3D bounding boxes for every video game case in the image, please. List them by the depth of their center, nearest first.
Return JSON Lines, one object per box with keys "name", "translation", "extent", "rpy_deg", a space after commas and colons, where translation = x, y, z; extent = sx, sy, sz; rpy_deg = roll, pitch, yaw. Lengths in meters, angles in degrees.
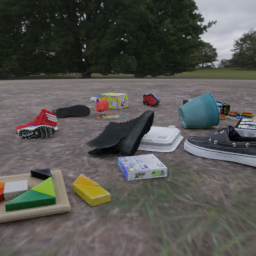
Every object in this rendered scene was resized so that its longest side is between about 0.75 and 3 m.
{"name": "video game case", "translation": [0.296, 0.856, 6.223], "extent": [0.870, 0.218, 0.960], "rpy_deg": [-3, 13, -13]}

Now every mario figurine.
{"name": "mario figurine", "translation": [-1.416, -1.040, 13.015], "extent": [0.914, 0.785, 1.481], "rpy_deg": [13, 11, -20]}

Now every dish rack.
{"name": "dish rack", "translation": [0.756, 0.237, 8.587], "extent": [1.667, 0.423, 1.942], "rpy_deg": [5, 15, 20]}

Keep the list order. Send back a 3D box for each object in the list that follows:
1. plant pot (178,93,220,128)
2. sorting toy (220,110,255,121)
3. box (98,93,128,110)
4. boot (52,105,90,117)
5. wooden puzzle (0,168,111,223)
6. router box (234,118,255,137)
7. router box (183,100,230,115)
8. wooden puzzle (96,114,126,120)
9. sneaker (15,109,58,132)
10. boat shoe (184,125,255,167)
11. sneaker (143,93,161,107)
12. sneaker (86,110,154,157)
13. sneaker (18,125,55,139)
{"name": "plant pot", "translation": [2.566, -0.534, 10.392], "extent": [1.197, 1.274, 1.274], "rpy_deg": [-16, 14, -4]}
{"name": "sorting toy", "translation": [4.982, -0.547, 12.207], "extent": [2.031, 0.343, 0.979], "rpy_deg": [-5, 14, -22]}
{"name": "box", "translation": [-0.802, -1.505, 15.479], "extent": [1.208, 0.765, 1.254], "rpy_deg": [7, 14, 27]}
{"name": "boot", "translation": [-2.656, -0.824, 13.057], "extent": [1.633, 0.570, 1.075], "rpy_deg": [0, 7, -22]}
{"name": "wooden puzzle", "translation": [-1.897, 1.102, 4.909], "extent": [2.810, 0.329, 1.896], "rpy_deg": [-6, 14, -25]}
{"name": "router box", "translation": [4.425, 0.218, 8.133], "extent": [2.425, 0.619, 1.809], "rpy_deg": [6, 14, 26]}
{"name": "router box", "translation": [3.809, -1.036, 13.875], "extent": [1.603, 0.549, 2.149], "rpy_deg": [-2, 13, -8]}
{"name": "wooden puzzle", "translation": [-0.751, -0.489, 12.496], "extent": [1.349, 0.095, 0.800], "rpy_deg": [-4, 13, -17]}
{"name": "sneaker", "translation": [-3.225, -0.273, 9.853], "extent": [1.438, 0.831, 0.563], "rpy_deg": [-5, 14, -21]}
{"name": "boat shoe", "translation": [2.552, 0.351, 6.945], "extent": [0.895, 0.848, 2.560], "rpy_deg": [-10, 14, -41]}
{"name": "sneaker", "translation": [1.549, -1.691, 16.407], "extent": [0.900, 0.747, 1.883], "rpy_deg": [-2, 13, -17]}
{"name": "sneaker", "translation": [-0.129, 0.071, 7.672], "extent": [1.131, 0.651, 2.168], "rpy_deg": [17, 43, 18]}
{"name": "sneaker", "translation": [-2.962, 0.083, 9.173], "extent": [1.140, 0.448, 0.508], "rpy_deg": [-2, 15, -7]}
